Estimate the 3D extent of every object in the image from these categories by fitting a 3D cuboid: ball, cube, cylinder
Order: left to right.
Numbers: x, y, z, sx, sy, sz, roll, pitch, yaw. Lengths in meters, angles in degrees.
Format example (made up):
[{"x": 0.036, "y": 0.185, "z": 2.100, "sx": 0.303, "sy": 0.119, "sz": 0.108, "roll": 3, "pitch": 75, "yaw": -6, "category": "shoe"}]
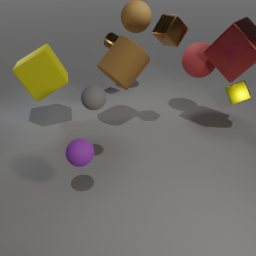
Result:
[{"x": -3.219, "y": -2.093, "z": 10.502, "sx": 1.400, "sy": 1.400, "sz": 1.400, "roll": -31, "pitch": 28, "yaw": 3, "category": "cube"}, {"x": -1.192, "y": 0.612, "z": 6.955, "sx": 0.700, "sy": 0.700, "sz": 0.700, "roll": 0, "pitch": 28, "yaw": 0, "category": "ball"}, {"x": -0.948, "y": -0.833, "z": 7.720, "sx": 0.700, "sy": 0.700, "sz": 0.700, "roll": 0, "pitch": 28, "yaw": 0, "category": "ball"}, {"x": -0.610, "y": -3.832, "z": 12.616, "sx": 0.700, "sy": 0.700, "sz": 0.700, "roll": 37, "pitch": 43, "yaw": 23, "category": "cylinder"}, {"x": -0.155, "y": -2.333, "z": 10.096, "sx": 1.400, "sy": 1.400, "sz": 1.400, "roll": 38, "pitch": 2, "yaw": -1, "category": "cylinder"}, {"x": 0.369, "y": -5.039, "z": 12.699, "sx": 1.400, "sy": 1.400, "sz": 1.400, "roll": 0, "pitch": 28, "yaw": 0, "category": "ball"}, {"x": 1.330, "y": -3.086, "z": 8.888, "sx": 0.700, "sy": 0.700, "sz": 0.700, "roll": 31, "pitch": 0, "yaw": -41, "category": "cube"}, {"x": 2.893, "y": -2.740, "z": 11.334, "sx": 1.400, "sy": 1.400, "sz": 1.400, "roll": 0, "pitch": 28, "yaw": 0, "category": "ball"}, {"x": 4.096, "y": -1.301, "z": 10.451, "sx": 0.700, "sy": 0.700, "sz": 0.700, "roll": -21, "pitch": -3, "yaw": 19, "category": "cube"}, {"x": 3.737, "y": -2.648, "z": 9.469, "sx": 1.400, "sy": 1.400, "sz": 1.400, "roll": 50, "pitch": 46, "yaw": 5, "category": "cube"}]
